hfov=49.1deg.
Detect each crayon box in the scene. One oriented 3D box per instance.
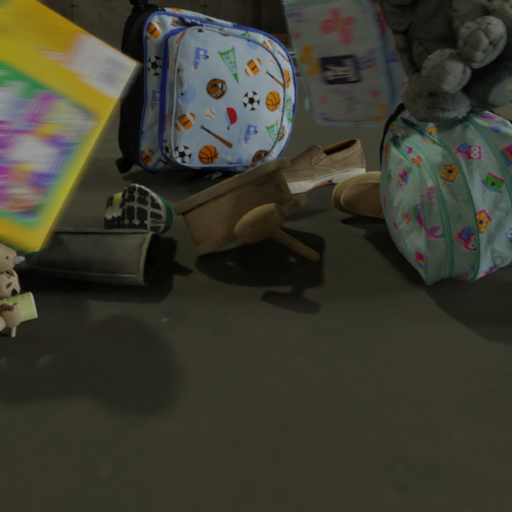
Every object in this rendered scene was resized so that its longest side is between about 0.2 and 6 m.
[{"bbox_3d":[-1.567,-0.865,3.765,0.904,1.521,0.443,28,-13,-20],"label":"crayon box"}]

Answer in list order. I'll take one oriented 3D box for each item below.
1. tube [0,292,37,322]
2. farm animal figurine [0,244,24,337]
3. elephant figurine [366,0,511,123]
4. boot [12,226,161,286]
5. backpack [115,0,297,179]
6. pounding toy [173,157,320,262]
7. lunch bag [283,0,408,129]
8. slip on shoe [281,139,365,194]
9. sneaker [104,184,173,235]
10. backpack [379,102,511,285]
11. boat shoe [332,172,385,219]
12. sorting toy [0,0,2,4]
[{"bbox_3d":[-2.991,0.680,6.015,1.173,0.305,0.340,-15,-13,-22],"label":"tube"},{"bbox_3d":[-2.877,0.269,5.896,0.926,1.776,1.757,-8,-6,-14],"label":"farm animal figurine"},{"bbox_3d":[2.100,-2.856,6.588,1.702,1.867,2.406,-25,60,-2],"label":"elephant figurine"},{"bbox_3d":[-2.430,-0.230,7.601,2.236,0.811,2.033,-7,35,2],"label":"boot"},{"bbox_3d":[-0.903,-3.473,12.285,3.730,3.916,3.017,-7,27,-35],"label":"backpack"},{"bbox_3d":[-0.081,-0.402,8.201,1.600,1.606,2.799,-24,5,17],"label":"pounding toy"},{"bbox_3d":[1.915,-3.283,8.676,2.644,2.242,1.681,-15,40,6],"label":"lunch bag"},{"bbox_3d":[1.142,-1.916,11.828,2.839,0.860,1.079,-11,24,-26],"label":"slip on shoe"},{"bbox_3d":[-1.688,-0.664,8.543,0.816,0.794,2.049,2,5,-30],"label":"sneaker"},{"bbox_3d":[2.679,-0.815,7.462,1.895,2.499,2.994,-19,24,6],"label":"backpack"},{"bbox_3d":[2.416,-0.982,9.558,2.202,0.785,0.711,-1,21,-7],"label":"boat shoe"},{"bbox_3d":[-3.535,-2.506,6.550,1.253,3.052,1.834,11,18,-8],"label":"sorting toy"}]
